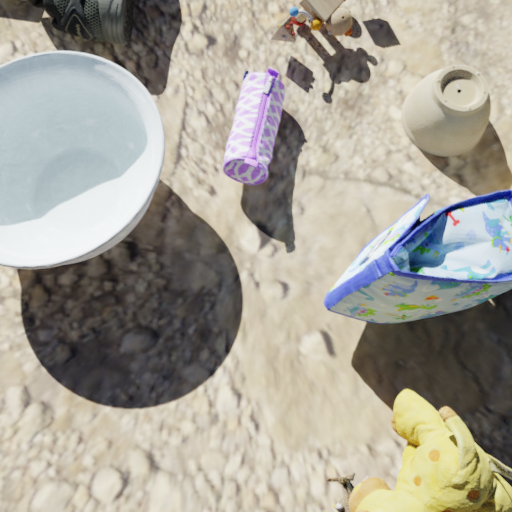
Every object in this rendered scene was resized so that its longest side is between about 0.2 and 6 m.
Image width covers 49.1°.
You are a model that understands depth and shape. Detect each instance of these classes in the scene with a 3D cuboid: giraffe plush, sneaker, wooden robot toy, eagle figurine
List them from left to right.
[{"bbox_3d":[-3.186,-5.558,10.234,1.970,1.315,3.439,4,79,-6],"label":"sneaker"},{"bbox_3d":[1.360,-4.412,10.105,1.051,1.020,2.316,43,82,-9],"label":"wooden robot toy"},{"bbox_3d":[1.350,3.555,7.867,0.681,0.678,0.898,-7,62,-13],"label":"eagle figurine"},{"bbox_3d":[2.044,3.140,7.024,1.983,2.445,2.110,-39,82,-6],"label":"giraffe plush"}]

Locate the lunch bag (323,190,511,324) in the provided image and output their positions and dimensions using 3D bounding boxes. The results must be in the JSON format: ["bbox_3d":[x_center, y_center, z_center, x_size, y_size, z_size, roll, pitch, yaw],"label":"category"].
[{"bbox_3d":[2.318,0.144,7.855,2.368,2.013,1.509,-15,74,-22],"label":"lunch bag"}]

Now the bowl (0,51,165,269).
[{"bbox_3d":[-3.012,-1.277,8.769,3.484,1.566,3.484,-1,74,2],"label":"bowl"}]

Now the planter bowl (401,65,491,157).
[{"bbox_3d":[3.312,-2.576,9.501,1.486,1.000,1.486,0,73,1],"label":"planter bowl"}]

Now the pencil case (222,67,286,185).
[{"bbox_3d":[0.007,-2.161,9.380,0.823,0.838,1.961,19,68,-21],"label":"pencil case"}]
